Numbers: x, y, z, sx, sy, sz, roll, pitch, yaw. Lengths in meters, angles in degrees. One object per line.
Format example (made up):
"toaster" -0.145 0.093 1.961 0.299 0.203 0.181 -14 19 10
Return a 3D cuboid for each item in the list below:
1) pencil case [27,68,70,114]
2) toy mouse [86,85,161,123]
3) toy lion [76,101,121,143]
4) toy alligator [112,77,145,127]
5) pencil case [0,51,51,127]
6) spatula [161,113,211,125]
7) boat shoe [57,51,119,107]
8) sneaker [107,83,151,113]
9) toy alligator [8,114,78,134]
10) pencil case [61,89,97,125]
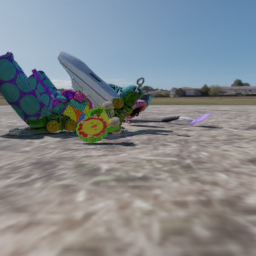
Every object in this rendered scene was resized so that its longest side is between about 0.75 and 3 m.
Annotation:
"pencil case" -2.121 -0.954 7.432 0.569 1.336 0.618 -36 -24 -16
"toy mouse" 0.015 -0.816 8.869 2.118 0.461 2.383 -31 -22 10
"toy lion" -0.620 -0.089 5.599 0.862 0.309 0.899 -16 44 -8
"toy alligator" -0.069 -0.595 7.645 0.438 1.825 0.605 45 10 39
"pencil case" -3.196 -1.116 8.409 0.970 2.279 1.053 -20 25 32
"spatula" 1.867 -0.303 9.401 0.590 0.214 2.087 -36 22 -33
"boat shoe" -1.284 -1.298 7.941 2.207 0.721 0.812 44 24 14
"sneaker" -0.457 -1.299 11.708 2.858 1.109 1.303 6 -16 27
"toy alligator" -1.999 -0.126 6.924 1.834 0.441 0.608 -5 10 -42
"pencil case" -1.573 -0.784 9.622 1.261 1.261 2.853 0 9 1
